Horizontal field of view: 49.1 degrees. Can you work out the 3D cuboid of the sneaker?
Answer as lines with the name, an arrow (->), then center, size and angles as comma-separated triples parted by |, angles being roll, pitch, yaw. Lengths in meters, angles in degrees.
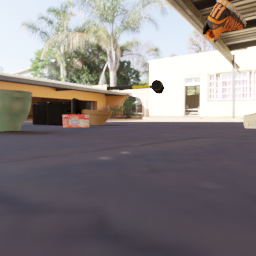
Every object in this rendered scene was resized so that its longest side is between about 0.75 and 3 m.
sneaker -> 3.235, -3.536, 9.678 | 2.188, 1.226, 0.849 | 4, 37, -51

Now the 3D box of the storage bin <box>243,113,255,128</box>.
storage bin -> 4.265, -0.294, 8.733 | 0.970, 0.455, 0.963 | -11, 2, -5

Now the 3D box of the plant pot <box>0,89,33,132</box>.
plant pot -> -2.880, -0.373, 6.368 | 1.353, 0.906, 1.353 | 1, 2, 0

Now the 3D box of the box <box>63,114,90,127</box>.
box -> -1.777, -0.241, 9.656 | 0.896, 0.460, 0.424 | -2, 2, -9

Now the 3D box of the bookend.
bookend -> -3.770, -0.793, 14.315 | 2.793, 1.286, 2.775 | 0, 2, 2

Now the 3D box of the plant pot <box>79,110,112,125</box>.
plant pot -> -1.598, -0.518, 13.812 | 1.606, 0.741, 1.606 | 1, 3, 0

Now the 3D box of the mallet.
mallet -> 0.319, -1.587, 11.144 | 2.323, 0.478, 0.765 | 0, -5, 22
